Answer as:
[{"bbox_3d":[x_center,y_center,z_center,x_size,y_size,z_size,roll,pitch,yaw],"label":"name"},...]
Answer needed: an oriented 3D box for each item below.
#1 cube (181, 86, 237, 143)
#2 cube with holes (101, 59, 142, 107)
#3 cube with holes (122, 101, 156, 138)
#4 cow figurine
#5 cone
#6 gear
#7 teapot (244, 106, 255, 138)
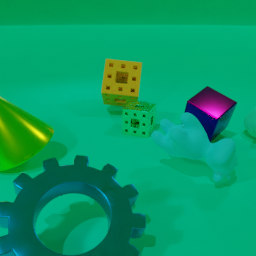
[{"bbox_3d":[2.056,-0.347,7.193,0.909,0.909,0.909,37,55,28],"label":"cube"},{"bbox_3d":[-0.195,-1.425,9.163,1.139,1.139,1.139,6,-13,1],"label":"cube with holes"},{"bbox_3d":[0.314,-0.251,7.731,0.736,0.736,0.736,8,24,19],"label":"cube with holes"},{"bbox_3d":[1.331,0.393,5.462,0.804,1.441,1.465,-52,17,-24],"label":"cow figurine"},{"bbox_3d":[-2.660,-0.222,5.871,1.596,1.601,1.596,-18,30,11],"label":"cone"},{"bbox_3d":[-0.714,1.203,3.635,1.839,0.340,1.839,7,47,-7],"label":"gear"},{"bbox_3d":[3.706,-0.227,7.351,1.791,0.877,1.113,-24,43,-39],"label":"teapot"}]
